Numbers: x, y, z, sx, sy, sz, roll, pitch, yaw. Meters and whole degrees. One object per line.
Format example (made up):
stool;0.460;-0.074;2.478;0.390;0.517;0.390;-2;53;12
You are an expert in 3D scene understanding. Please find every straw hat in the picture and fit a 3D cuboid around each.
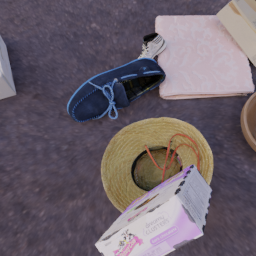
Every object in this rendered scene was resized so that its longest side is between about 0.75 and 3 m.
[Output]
straw hat;0.721;1.053;6.864;2.590;1.096;2.590;-3;71;7

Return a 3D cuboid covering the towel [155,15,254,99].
towel;2.219;-2.208;8.519;2.702;0.456;2.829;-1;69;-1

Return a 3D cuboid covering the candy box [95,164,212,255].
candy box;0.473;1.275;4.130;1.348;1.607;0.575;-37;83;20

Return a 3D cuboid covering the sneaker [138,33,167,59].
sneaker;0.468;-2.235;8.156;1.329;0.765;0.502;-47;54;11

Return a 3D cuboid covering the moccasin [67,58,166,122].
moccasin;-0.282;-1.042;7.544;2.885;1.161;0.984;-35;46;-9

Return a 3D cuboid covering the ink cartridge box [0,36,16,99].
ink cartridge box;-4.812;-1.595;7.889;2.743;1.144;1.991;-18;70;-7

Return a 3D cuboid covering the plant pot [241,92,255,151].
plant pot;3.915;0.027;7.355;2.099;0.969;2.099;0;68;0

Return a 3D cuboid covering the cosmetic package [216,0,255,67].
cosmetic package;3.622;-2.897;8.198;1.976;0.702;1.039;51;56;-3
